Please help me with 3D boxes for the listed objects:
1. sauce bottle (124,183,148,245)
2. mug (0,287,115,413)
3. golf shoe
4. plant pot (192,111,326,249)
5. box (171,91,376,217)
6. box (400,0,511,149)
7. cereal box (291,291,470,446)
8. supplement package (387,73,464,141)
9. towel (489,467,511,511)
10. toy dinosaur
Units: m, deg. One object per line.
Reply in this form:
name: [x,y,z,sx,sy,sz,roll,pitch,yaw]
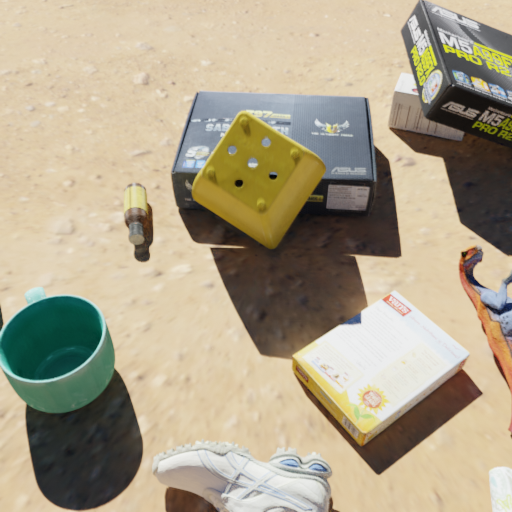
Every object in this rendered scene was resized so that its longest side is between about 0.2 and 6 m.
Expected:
sauce bottle: [-2.203,-0.763,10.225,0.442,0.442,1.365,-5,47,-5]
mug: [-2.660,1.302,7.775,1.418,1.067,1.726,1,45,2]
golf shoe: [-0.206,2.794,6.540,2.173,0.851,1.057,3,52,5]
plant pot: [-0.009,-1.334,9.110,1.766,1.558,1.767,33,90,5]
box: [0.415,-2.136,11.183,3.739,0.954,2.949,4,45,4]
box: [5.038,-3.536,11.539,3.855,0.853,3.088,14,51,-15]
cereal box: [1.770,1.514,8.020,2.085,0.412,1.500,-27,52,-24]
supplement package: [3.847,-3.286,12.330,1.647,0.902,0.937,15,46,14]
towel: [3.690,3.335,6.245,1.942,0.467,1.662,7,43,6]
toy dinosaur: [3.601,0.814,8.288,2.589,1.359,2.349,-36,34,-15]
